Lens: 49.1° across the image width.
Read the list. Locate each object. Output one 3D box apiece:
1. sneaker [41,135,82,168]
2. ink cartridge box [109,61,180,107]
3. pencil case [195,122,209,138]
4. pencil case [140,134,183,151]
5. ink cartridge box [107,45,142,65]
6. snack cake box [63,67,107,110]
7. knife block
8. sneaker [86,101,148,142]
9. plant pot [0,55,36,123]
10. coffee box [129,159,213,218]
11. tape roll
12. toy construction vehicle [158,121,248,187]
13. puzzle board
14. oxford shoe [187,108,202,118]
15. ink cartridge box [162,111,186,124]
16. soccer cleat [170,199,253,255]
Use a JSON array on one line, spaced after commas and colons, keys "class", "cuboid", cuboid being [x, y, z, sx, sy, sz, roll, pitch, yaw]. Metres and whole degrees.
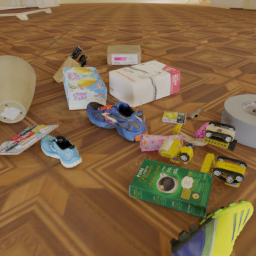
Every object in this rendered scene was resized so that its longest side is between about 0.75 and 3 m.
[{"class": "sneaker", "cuboid": [-2.259, 0.551, 9.387, 1.939, 0.872, 0.760, 21, 37, 37]}, {"class": "ink cartridge box", "cuboid": [0.795, -2.232, 13.701, 2.868, 1.187, 2.101, -20, 36, -28]}, {"class": "pencil case", "cuboid": [2.843, 0.127, 10.450, 0.927, 0.421, 0.434, -34, 87, -42]}, {"class": "pencil case", "cuboid": [1.148, 0.501, 9.712, 1.488, 0.650, 0.650, 1, 31, 2]}, {"class": "ink cartridge box", "cuboid": [-0.248, -4.840, 18.490, 2.207, 0.829, 1.818, 0, 32, 0]}, {"class": "snack cake box", "cuboid": [-2.142, -1.983, 13.400, 1.662, 0.971, 2.890, -4, 32, -17]}, {"class": "knife block", "cuboid": [-3.182, -3.531, 15.427, 1.965, 1.725, 0.629, -14, 32, -22]}, {"class": "sneaker", "cuboid": [-0.438, -0.562, 10.935, 2.994, 1.174, 1.128, 22, 33, 31]}, {"class": "plant pot", "cuboid": [-4.952, -1.416, 11.791, 2.281, 2.281, 2.436, -10, 47, -16]}, {"class": "coffee box", "cuboid": [1.238, 1.631, 7.937, 2.130, 0.468, 1.309, 11, 37, 18]}, {"class": "tape roll", "cuboid": [5.092, -0.317, 10.799, 2.833, 0.936, 2.833, 0, 32, 0]}, {"class": "toy construction vehicle", "cuboid": [2.492, 0.801, 9.143, 2.643, 0.931, 2.301, 13, 42, 21]}, {"class": "puzzle board", "cuboid": [-3.645, 0.360, 9.939, 1.527, 0.176, 2.027, -5, 25, 32]}, {"class": "oxford shoe", "cuboid": [2.923, -0.617, 12.021, 0.911, 0.321, 0.341, -23, 65, -36]}, {"class": "ink cartridge box", "cuboid": [1.975, -0.509, 11.838, 0.936, 0.223, 0.947, 6, 33, 12]}, {"class": "soccer cleat", "cuboid": [2.099, 2.510, 6.433, 2.624, 0.848, 1.097, -17, 65, -34]}]
